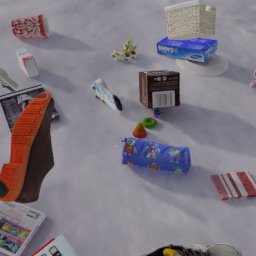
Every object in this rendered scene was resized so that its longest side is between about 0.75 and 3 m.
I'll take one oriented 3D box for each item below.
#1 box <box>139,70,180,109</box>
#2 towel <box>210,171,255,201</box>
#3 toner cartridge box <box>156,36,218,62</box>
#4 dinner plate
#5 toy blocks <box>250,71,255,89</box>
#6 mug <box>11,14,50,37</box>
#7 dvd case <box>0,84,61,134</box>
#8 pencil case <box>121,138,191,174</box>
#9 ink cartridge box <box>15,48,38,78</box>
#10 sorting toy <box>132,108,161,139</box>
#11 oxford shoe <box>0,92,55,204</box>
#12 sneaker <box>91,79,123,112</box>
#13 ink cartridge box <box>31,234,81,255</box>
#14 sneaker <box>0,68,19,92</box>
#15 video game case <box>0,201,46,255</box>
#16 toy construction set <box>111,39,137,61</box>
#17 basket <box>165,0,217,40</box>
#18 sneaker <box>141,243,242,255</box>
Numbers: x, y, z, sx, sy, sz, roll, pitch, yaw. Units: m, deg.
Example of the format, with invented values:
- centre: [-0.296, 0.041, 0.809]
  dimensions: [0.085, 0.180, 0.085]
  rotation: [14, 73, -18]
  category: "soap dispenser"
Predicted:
- centre: [1.164, -1.518, 10.732]
  dimensions: [1.274, 1.261, 1.535]
  rotation: [-6, 16, -8]
  category: "box"
- centre: [3.268, 1.735, 8.519]
  dimensions: [1.278, 0.145, 0.921]
  rotation: [-5, 41, -7]
  category: "towel"
- centre: [2.877, -3.999, 13.861]
  dimensions: [2.727, 0.589, 1.296]
  rotation: [24, 52, 38]
  category: "toner cartridge box"
- centre: [3.655, -3.361, 13.821]
  dimensions: [2.573, 0.312, 2.573]
  rotation: [-1, 44, 1]
  category: "dinner plate"
- centre: [5.914, -2.087, 11.451]
  dimensions: [1.388, 1.649, 1.541]
  rotation: [-28, 50, -34]
  category: "toy blocks"
- centre: [-5.423, -5.592, 15.801]
  dimensions: [1.798, 1.596, 1.199]
  rotation: [-6, 80, 0]
  category: "mug"
- centre: [-3.987, -0.817, 11.169]
  dimensions: [1.849, 0.199, 2.486]
  rotation: [-21, 47, -21]
  category: "dvd case"
- centre: [0.881, 0.854, 8.893]
  dimensions: [2.232, 0.871, 0.969]
  rotation: [8, 56, 7]
  category: "pencil case"
- centre: [-4.703, -3.052, 13.031]
  dimensions: [0.507, 0.882, 1.215]
  rotation: [-25, 49, -24]
  category: "ink cartridge box"
- centre: [0.744, -0.299, 10.364]
  dimensions: [0.565, 0.561, 1.629]
  rotation: [26, 50, 25]
  category: "sorting toy"
- centre: [-2.130, 0.436, 6.446]
  dimensions: [0.913, 0.931, 2.566]
  rotation: [7, 76, 44]
  category: "oxford shoe"
- centre: [-0.863, -1.239, 11.391]
  dimensions: [0.704, 0.698, 1.941]
  rotation: [-43, 57, 7]
  category: "sneaker"
- centre: [-2.079, 3.773, 5.531]
  dimensions: [2.998, 1.257, 2.632]
  rotation: [-34, 52, -30]
  category: "ink cartridge box"
- centre: [-3.939, -1.504, 8.891]
  dimensions: [0.390, 0.922, 0.346]
  rotation: [-24, 29, 27]
  category: "sneaker"
- centre: [-3.167, 2.640, 7.541]
  dimensions: [1.408, 0.162, 1.283]
  rotation: [16, 45, 15]
  category: "video game case"
- centre: [-0.132, -3.852, 14.052]
  dimensions: [1.430, 0.659, 0.938]
  rotation: [-37, 78, -24]
  category: "toy construction set"
- centre: [1.699, -2.852, 7.469]
  dimensions: [1.055, 0.848, 1.045]
  rotation: [3, 14, 40]
  category: "basket"
- centre: [1.259, 3.179, 6.222]
  dimensions: [2.869, 1.179, 1.117]
  rotation: [-10, 44, -11]
  category: "sneaker"
